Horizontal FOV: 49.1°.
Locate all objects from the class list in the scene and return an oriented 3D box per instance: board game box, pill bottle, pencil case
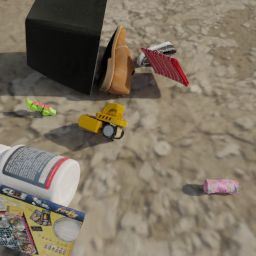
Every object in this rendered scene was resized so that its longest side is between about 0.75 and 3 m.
[{"bbox_3d":[-1.740,1.822,5.195,1.622,1.099,0.281,22,18,-5],"label":"board game box"},{"bbox_3d":[-2.094,0.976,5.949,1.879,1.124,1.124,15,52,13],"label":"pill bottle"},{"bbox_3d":[2.128,1.338,6.388,0.774,0.338,0.338,2,50,-3],"label":"pencil case"}]

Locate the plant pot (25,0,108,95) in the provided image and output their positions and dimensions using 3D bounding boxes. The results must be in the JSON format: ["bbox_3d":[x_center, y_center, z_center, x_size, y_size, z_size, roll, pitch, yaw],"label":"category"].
[{"bbox_3d":[-1.791,-2.660,8.196,1.997,2.245,2.251,11,50,-8],"label":"plant pot"}]

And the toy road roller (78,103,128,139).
[{"bbox_3d":[-0.584,-0.247,7.178,1.209,0.743,0.882,17,90,19],"label":"toy road roller"}]

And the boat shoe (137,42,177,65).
[{"bbox_3d":[0.990,-2.394,9.352,1.448,0.535,0.495,-26,60,-24],"label":"boat shoe"}]

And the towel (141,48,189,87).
[{"bbox_3d":[1.077,-1.802,8.235,0.172,1.106,1.530,-48,44,-6],"label":"towel"}]

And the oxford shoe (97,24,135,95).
[{"bbox_3d":[-0.266,-2.164,9.017,1.053,1.053,2.954,18,53,-18],"label":"oxford shoe"}]

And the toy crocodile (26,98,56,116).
[{"bbox_3d":[-2.438,-0.582,7.835,0.880,0.272,0.297,22,35,-20],"label":"toy crocodile"}]
